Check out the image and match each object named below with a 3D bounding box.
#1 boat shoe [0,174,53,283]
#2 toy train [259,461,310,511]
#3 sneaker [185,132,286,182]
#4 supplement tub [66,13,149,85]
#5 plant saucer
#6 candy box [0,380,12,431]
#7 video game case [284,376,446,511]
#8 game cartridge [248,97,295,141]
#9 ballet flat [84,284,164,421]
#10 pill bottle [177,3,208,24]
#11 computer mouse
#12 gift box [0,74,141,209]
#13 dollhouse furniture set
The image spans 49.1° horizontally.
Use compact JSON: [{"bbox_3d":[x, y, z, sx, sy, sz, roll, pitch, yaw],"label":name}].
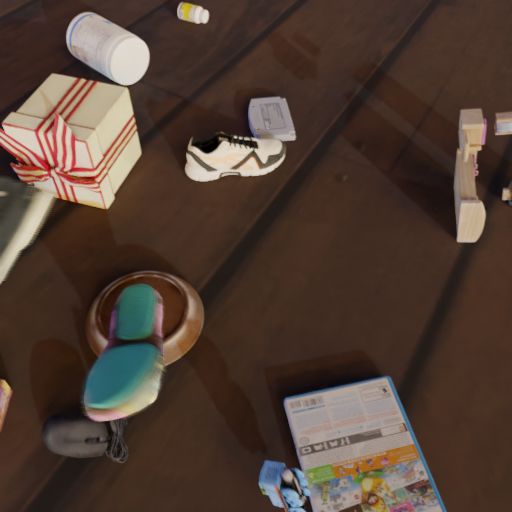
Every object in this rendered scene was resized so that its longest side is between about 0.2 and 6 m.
[{"bbox_3d":[-4.359,0.126,8.534,1.072,1.208,3.233,32,71,-21],"label":"boat shoe"},{"bbox_3d":[0.348,2.815,6.755,0.498,0.872,0.378,3,46,22],"label":"toy train"},{"bbox_3d":[-0.382,-2.032,11.007,2.065,0.826,0.761,-13,50,-12],"label":"sneaker"},{"bbox_3d":[-3.476,-4.844,13.073,1.742,1.149,1.149,35,59,25],"label":"supplement tub"},{"bbox_3d":[-1.792,0.927,8.933,1.888,0.303,1.888,-1,51,1],"label":"plant saucer"},{"bbox_3d":[-4.287,2.195,7.819,1.453,0.410,0.848,0,51,-2],"label":"candy box"},{"bbox_3d":[1.425,2.791,7.468,1.613,0.201,2.254,-10,51,-9],"label":"video game case"},{"bbox_3d":[0.294,-2.937,12.107,0.901,0.274,1.352,-3,51,-7],"label":"game cartridge"},{"bbox_3d":[-1.632,1.403,7.482,0.903,0.929,2.612,-6,30,-1],"label":"ballet flat"},{"bbox_3d":[-1.664,-6.402,14.807,0.752,0.423,0.423,21,54,15],"label":"pill bottle"},{"bbox_3d":[-2.347,2.397,7.506,1.207,0.318,0.836,-2,93,7],"label":"computer mouse"},{"bbox_3d":[-3.460,-2.180,10.378,1.895,2.053,1.918,10,53,15],"label":"gift box"},{"bbox_3d":[4.616,-1.324,9.610,2.189,2.067,1.428,0,50,15],"label":"dollhouse furniture set"}]
